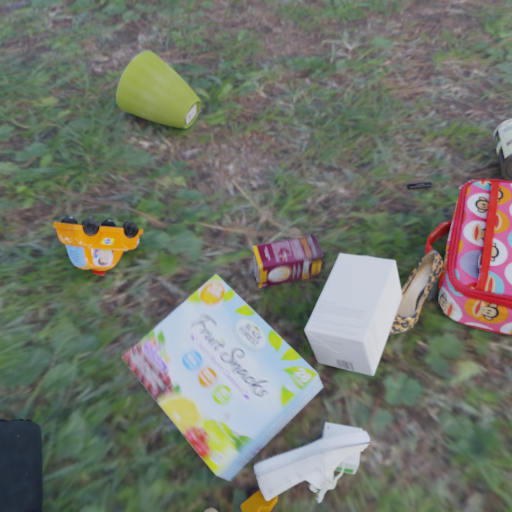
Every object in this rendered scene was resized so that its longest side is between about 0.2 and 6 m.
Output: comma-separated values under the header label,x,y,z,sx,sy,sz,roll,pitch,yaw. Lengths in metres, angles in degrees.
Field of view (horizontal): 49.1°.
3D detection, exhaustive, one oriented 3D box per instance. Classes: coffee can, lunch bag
label,x,y,z,sx,sy,sz,roll,pitch,yaw
coffee can,5.480,-2.205,11.704,0.839,0.839,1.146,6,50,5
lunch bag,4.301,-0.046,9.729,2.590,1.204,2.940,12,51,16

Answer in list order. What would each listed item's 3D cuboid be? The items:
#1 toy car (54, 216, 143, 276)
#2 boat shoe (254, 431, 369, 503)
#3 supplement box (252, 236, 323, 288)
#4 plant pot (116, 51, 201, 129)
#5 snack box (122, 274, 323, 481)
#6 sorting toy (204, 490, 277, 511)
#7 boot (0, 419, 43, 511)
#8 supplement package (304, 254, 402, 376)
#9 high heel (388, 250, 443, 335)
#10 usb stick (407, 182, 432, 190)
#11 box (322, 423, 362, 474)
label,x,y,z,sx,sy,sz,roll,pitch,yaw
toy car,-3.654,-0.252,10.338,3.059,1.500,1.018,6,92,26
boat shoe,0.769,2.789,7.183,1.604,0.592,0.684,-23,63,10
supplement box,0.538,0.104,9.878,1.151,0.635,0.493,-10,53,-8
plant pot,-2.081,-3.569,12.667,1.554,1.454,1.454,33,56,6
snack box,-0.499,1.687,8.131,1.907,0.765,2.262,-41,62,-10
sorting toy,-0.393,3.980,6.770,2.359,0.316,1.757,-29,47,-28
boot,-3.886,3.359,6.814,2.736,1.045,2.299,-14,54,-20
supplement package,1.576,0.886,8.804,0.966,0.954,1.594,8,52,31
high heel,2.506,0.587,9.157,1.503,1.071,0.537,-36,49,-28
usb stick,3.370,-1.450,11.569,0.504,0.082,0.140,-7,44,-5
box,1.170,2.682,7.803,0.528,0.454,0.530,9,52,7
